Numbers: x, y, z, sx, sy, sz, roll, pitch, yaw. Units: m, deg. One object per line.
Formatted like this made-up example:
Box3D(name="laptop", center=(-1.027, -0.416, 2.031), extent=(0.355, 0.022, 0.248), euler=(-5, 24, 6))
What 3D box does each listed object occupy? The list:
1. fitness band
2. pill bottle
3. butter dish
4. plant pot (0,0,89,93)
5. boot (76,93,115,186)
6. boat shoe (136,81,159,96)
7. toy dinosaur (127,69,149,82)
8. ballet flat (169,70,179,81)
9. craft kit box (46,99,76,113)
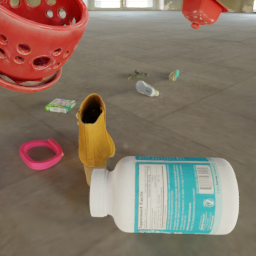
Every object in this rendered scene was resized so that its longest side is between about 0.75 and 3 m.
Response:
Box3D(name="fitness band", center=(-2.369, 0.678, 7.652), extent=(0.992, 0.259, 1.382), euler=(-23, 35, -32))
Box3D(name="pill bottle", center=(0.609, 1.245, 5.313), extent=(2.556, 1.416, 1.416), euler=(1, 28, 2))
Box3D(name="butter dish", center=(2.451, -3.899, 9.571), extent=(1.375, 1.019, 1.379), euler=(16, 8, -39))
Box3D(name="plant pot", center=(-2.769, -2.586, 7.571), extent=(2.759, 2.512, 2.759), euler=(19, 47, -22))
Box3D(name="boot", center=(-0.791, -0.006, 7.128), extent=(0.941, 1.914, 2.674), euler=(-1, 28, -4))
Box3D(name="boat shoe", center=(0.791, -1.614, 11.818), extent=(0.409, 0.475, 1.319), euler=(11, 21, -37))
Box3D(name="toy dinosaur", center=(0.387, -2.581, 13.687), extent=(1.365, 0.324, 0.602), euler=(-20, 40, -27))
Box3D(name="ballet flat", center=(2.211, -2.570, 13.580), extent=(0.369, 0.398, 1.129), euler=(2, 25, 21))
Box3D(name="craft kit box", center=(-2.528, -0.850, 10.558), extent=(0.823, 0.202, 0.834), euler=(5, 28, 14))
